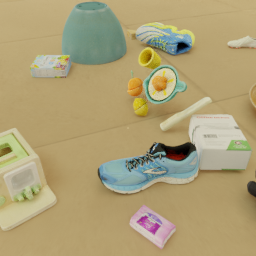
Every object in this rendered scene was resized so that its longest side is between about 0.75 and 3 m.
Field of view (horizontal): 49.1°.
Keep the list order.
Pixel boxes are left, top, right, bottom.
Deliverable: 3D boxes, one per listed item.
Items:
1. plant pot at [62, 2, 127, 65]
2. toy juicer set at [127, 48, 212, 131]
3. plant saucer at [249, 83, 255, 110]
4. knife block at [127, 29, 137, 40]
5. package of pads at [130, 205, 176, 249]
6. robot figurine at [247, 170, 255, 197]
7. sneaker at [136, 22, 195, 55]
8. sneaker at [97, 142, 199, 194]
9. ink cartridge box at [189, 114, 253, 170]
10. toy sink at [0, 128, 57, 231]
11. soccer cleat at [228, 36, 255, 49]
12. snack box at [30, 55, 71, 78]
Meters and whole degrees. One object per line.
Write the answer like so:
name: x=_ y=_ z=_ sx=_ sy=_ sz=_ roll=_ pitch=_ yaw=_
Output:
plant pot: x=-1.417 y=-3.994 z=11.333 sx=2.721 sy=1.832 sz=2.721 roll=0 pitch=38 yaw=0
toy juicer set: x=0.772 y=-0.931 z=7.696 sx=0.731 sy=1.710 sz=2.687 roll=17 pitch=27 yaw=-47
plant saucer: x=4.952 y=-0.520 z=8.032 sx=2.924 sy=0.518 sz=2.924 roll=0 pitch=39 yaw=0
knife block: x=0.433 y=-4.346 z=13.000 sx=0.780 sy=0.284 sz=0.889 roll=-11 pitch=40 yaw=-15
package of pads: x=0.459 y=1.847 z=5.265 sx=0.767 sy=0.290 sz=0.462 roll=27 pitch=46 yaw=30
robot figurine: x=3.141 y=1.377 z=5.311 sx=1.626 sy=1.221 sz=1.014 roll=29 pitch=30 yaw=32
sneaker: x=1.546 y=-3.701 z=11.661 sx=2.525 sy=0.956 sz=1.326 roll=4 pitch=39 yaw=4
sneaker: x=0.453 y=0.700 z=6.103 sx=2.281 sy=1.026 sz=0.894 roll=-9 pitch=40 yaw=-11
ink cartridge box: x=2.163 y=0.300 z=6.828 sx=1.098 sy=0.634 sz=1.504 roll=1 pitch=32 yaw=1
toy sink: x=-2.447 y=0.957 z=5.799 sx=1.169 sy=1.005 sz=1.794 roll=-26 pitch=45 yaw=-28
soccer cleat: x=4.968 y=-3.715 z=12.031 sx=1.315 sy=0.510 sz=0.456 roll=2 pitch=39 yaw=3
snack box: x=-2.818 y=-2.283 z=10.311 sx=1.261 sy=0.427 sz=1.064 roll=-1 pitch=39 yaw=2
